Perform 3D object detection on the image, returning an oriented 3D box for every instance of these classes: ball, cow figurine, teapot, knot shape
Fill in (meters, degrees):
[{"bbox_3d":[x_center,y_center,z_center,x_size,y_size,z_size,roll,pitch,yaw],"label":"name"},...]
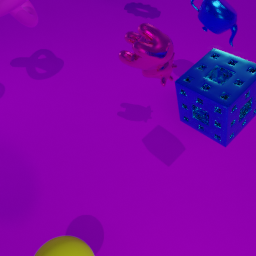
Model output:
[{"bbox_3d":[-0.837,1.859,3.644,0.857,0.857,0.857,0,51,0],"label":"ball"},{"bbox_3d":[0.483,-1.201,4.769,1.227,1.247,0.684,19,85,-22],"label":"cow figurine"},{"bbox_3d":[2.116,-2.608,6.689,1.544,0.756,0.960,44,38,3],"label":"teapot"},{"bbox_3d":[-2.881,-2.935,6.447,1.993,0.921,1.865,-2,19,-40],"label":"knot shape"}]

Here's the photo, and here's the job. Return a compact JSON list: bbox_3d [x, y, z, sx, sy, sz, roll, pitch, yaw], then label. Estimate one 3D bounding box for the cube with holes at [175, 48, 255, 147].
[{"bbox_3d":[1.169,-0.396,3.590,0.756,0.756,0.756,-41,52,-17],"label":"cube with holes"}]
